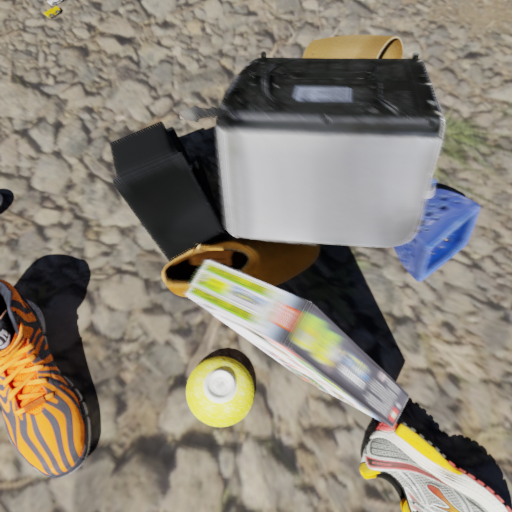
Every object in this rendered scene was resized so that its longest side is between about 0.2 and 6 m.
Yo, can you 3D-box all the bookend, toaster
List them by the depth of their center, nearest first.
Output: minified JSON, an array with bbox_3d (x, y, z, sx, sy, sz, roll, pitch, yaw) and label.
[{"bbox_3d":[1.049,-1.945,9.380,3.754,2.228,3.395,3,33,7],"label":"toaster"},{"bbox_3d":[-1.556,-1.454,9.492,1.093,2.359,2.374,-22,53,2],"label":"bookend"}]

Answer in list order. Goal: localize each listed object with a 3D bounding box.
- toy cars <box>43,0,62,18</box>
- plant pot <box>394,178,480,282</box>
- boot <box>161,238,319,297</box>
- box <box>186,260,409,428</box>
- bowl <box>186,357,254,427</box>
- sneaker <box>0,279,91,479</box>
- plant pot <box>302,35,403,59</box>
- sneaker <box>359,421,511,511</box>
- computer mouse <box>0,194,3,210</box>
[{"bbox_3d":[-4.772,-5.863,13.221,0.346,0.171,0.772,3,62,-4],"label":"toy cars"},{"bbox_3d":[3.057,-0.531,10.129,1.298,1.298,1.167,-36,62,-13],"label":"plant pot"},{"bbox_3d":[-0.121,0.112,9.074,2.775,1.987,0.976,-15,87,-7],"label":"boot"},{"bbox_3d":[0.699,1.305,7.829,1.842,3.347,0.581,20,74,42],"label":"box"},{"bbox_3d":[-0.585,2.166,9.158,1.162,0.625,1.162,1,66,-3],"label":"bowl"},{"bbox_3d":[-3.762,1.809,8.669,1.304,1.884,3.362,-30,68,-13],"label":"sneaker"},{"bbox_3d":[1.898,-3.886,11.644,1.767,1.647,1.647,26,67,26],"label":"plant pot"},{"bbox_3d":[2.730,3.670,8.355,2.660,1.035,1.093,34,70,25],"label":"sneaker"},{"bbox_3d":[-5.438,-0.841,10.779,1.238,0.326,0.857,-26,66,-11],"label":"computer mouse"}]
